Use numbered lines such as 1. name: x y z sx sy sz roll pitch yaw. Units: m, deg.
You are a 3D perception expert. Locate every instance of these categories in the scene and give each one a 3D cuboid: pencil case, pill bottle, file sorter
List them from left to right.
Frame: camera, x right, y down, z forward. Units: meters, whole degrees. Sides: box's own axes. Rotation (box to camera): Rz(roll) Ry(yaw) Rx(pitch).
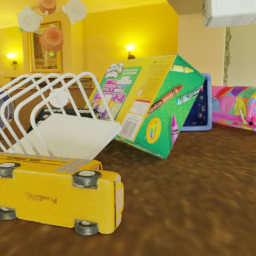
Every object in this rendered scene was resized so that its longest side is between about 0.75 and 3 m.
1. pill bottle: -3.030 -0.291 5.479 1.099 1.099 1.966 -1 10 -5
2. file sorter: -1.105 -0.130 3.747 1.548 0.964 1.074 8 42 41
3. pill bottle: -3.019 -1.378 12.583 0.829 0.829 1.431 -1 9 -6
4. pencil case: 2.657 -0.535 6.985 1.136 1.136 2.570 -3 9 -16

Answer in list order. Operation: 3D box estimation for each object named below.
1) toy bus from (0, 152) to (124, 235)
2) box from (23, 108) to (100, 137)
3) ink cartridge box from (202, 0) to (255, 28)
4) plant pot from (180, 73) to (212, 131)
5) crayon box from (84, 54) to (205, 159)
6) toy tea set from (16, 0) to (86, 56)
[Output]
1. toy bus: -0.727 0.533 2.526 1.446 0.471 0.566 3 9 18
2. box: -1.117 0.035 4.738 1.099 0.253 0.873 3 46 17
3. ink cartridge box: 2.235 -2.541 4.016 2.323 1.888 0.663 -4 4 0
4. plant pot: 1.256 -0.636 6.955 1.340 1.340 1.205 -1 4 -1
5. crayon box: 0.071 -0.472 5.084 0.702 1.431 2.410 30 -6 -29
6. toy tea set: -1.808 -2.864 7.108 1.211 2.037 0.754 41 -13 -17
